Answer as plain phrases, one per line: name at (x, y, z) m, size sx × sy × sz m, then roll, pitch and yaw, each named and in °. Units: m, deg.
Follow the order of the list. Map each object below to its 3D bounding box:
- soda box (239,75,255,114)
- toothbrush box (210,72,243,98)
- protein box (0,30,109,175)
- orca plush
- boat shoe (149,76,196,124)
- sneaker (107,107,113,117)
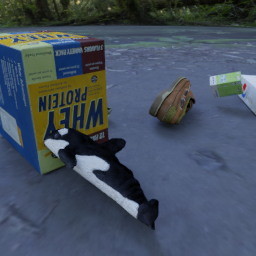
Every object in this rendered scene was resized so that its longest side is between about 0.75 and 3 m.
soda box at (4.706, -1.224, 10.021) m, size 0.865 × 0.808 × 2.539 m, roll 5°, pitch 24°, yaw 4°
toothbrush box at (3.437, -1.489, 9.765) m, size 1.015 × 0.739 × 0.437 m, roll -8°, pitch 55°, yaw 24°
protein box at (-2.043, -0.843, 6.884) m, size 1.847 × 2.718 × 2.738 m, roll -20°, pitch 31°, yaw -36°
orca plush at (-0.383, 0.558, 5.052) m, size 2.752 × 1.448 × 0.978 m, roll 29°, pitch 80°, yaw 45°
boat shoe at (1.631, -0.836, 9.109) m, size 0.997 × 1.055 × 2.934 m, roll 31°, pitch 36°, yaw 11°
sneaker at (-0.872, -0.645, 8.638) m, size 0.919 × 0.407 × 0.353 m, roll 15°, pitch 47°, yaw -33°
